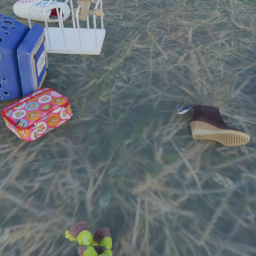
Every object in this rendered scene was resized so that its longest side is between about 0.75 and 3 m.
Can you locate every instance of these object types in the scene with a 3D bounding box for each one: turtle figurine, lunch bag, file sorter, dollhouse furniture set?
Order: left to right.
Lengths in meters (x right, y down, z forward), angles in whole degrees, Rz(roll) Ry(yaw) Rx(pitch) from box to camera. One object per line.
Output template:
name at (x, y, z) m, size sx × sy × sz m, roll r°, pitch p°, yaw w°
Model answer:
lunch bag at (-2.753, -0.496, 8.401) m, size 1.573 × 0.732 × 1.786 m, roll 30°, pitch 51°, yaw 33°
file sorter at (-2.452, -4.281, 11.476) m, size 2.743 × 1.708 × 1.903 m, roll 3°, pitch 44°, yaw 3°
dollhouse furniture set at (-1.452, -4.500, 10.634) m, size 1.212 × 0.628 × 0.537 m, roll 12°, pitch 10°, yaw 37°
turtle figurine at (-0.535, 2.471, 4.843) m, size 2.298 × 0.740 × 1.853 m, roll 14°, pitch 21°, yaw -31°

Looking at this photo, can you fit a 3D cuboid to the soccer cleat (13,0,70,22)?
soccer cleat at (-4.142, -5.546, 13.274) m, size 2.728 × 0.953 × 1.178 m, roll -1°, pitch 45°, yaw -2°

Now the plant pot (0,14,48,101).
plant pot at (-3.806, -2.221, 9.094) m, size 2.014 × 2.241 × 2.241 m, roll 7°, pitch 43°, yaw -3°

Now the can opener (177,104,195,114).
can opener at (1.793, -0.623, 8.643) m, size 0.757 × 0.253 × 0.202 m, roll -28°, pitch 22°, yaw -37°

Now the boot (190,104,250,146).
boot at (2.647, -0.179, 8.119) m, size 1.615 × 0.584 × 1.343 m, roll 7°, pitch 47°, yaw 12°
